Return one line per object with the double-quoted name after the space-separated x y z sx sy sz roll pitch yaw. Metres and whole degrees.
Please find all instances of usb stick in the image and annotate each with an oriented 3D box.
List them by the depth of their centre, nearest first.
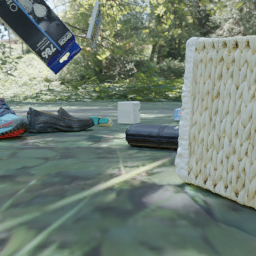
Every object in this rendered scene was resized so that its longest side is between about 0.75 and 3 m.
1.190 0.182 5.066 2.582 0.421 0.716 3 7 23 "usb stick"

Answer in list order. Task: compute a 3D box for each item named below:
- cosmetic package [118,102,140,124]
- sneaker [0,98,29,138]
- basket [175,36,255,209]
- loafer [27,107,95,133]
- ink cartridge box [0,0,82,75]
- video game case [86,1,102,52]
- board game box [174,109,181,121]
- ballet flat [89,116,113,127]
0.038 -0.559 10.102 0.632 0.765 0.631 3 7 25 "cosmetic package"
-3.263 -0.334 6.661 2.266 1.082 0.899 4 8 32 "sneaker"
1.494 -0.100 2.826 1.559 1.573 1.265 -4 13 -28 "basket"
-1.827 -0.250 7.731 1.880 0.680 0.684 -2 6 -26 "loafer"
-2.747 -3.098 8.884 2.785 1.385 0.546 46 -9 -32 "ink cartridge box"
-0.926 -2.788 7.795 0.116 1.055 0.961 13 -6 1 "video game case"
3.271 -0.574 11.470 2.026 0.490 2.678 4 8 26 "board game box"
-0.891 -0.188 9.156 0.982 0.341 0.341 7 9 39 "ballet flat"
